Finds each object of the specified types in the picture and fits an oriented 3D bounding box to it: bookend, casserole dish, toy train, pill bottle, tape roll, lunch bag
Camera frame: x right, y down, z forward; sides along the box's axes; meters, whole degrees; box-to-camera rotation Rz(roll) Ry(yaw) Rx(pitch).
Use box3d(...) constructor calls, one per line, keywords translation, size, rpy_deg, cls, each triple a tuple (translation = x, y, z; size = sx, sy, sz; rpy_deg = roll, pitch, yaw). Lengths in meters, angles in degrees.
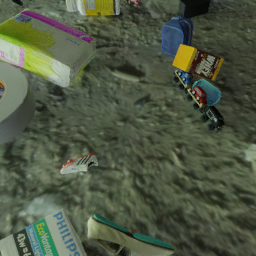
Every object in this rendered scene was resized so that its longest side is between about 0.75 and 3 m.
box3d(translation=(2.701, -5.504, 12.372), size=(1.286, 0.592, 1.278), rpy_deg=(-21, 56, -13), cls="bookend")
box3d(translation=(2.610, -1.185, 9.335), size=(1.010, 0.196, 0.612), rpy_deg=(39, 107, 11), cls="casserole dish")
box3d(translation=(2.247, -1.008, 9.101), size=(0.467, 0.627, 2.737), rpy_deg=(5, 45, -40), cls="toy train")
box3d(translation=(-1.461, -5.472, 11.947), size=(2.217, 1.234, 1.234), rpy_deg=(0, 55, -1), cls="pill bottle")
box3d(translation=(-4.462, -0.793, 8.808), size=(2.863, 0.946, 2.863), rpy_deg=(0, 55, 0), cls="tape roll")
box3d(translation=(1.867, -3.495, 10.474), size=(0.925, 1.362, 0.901), rpy_deg=(28, 57, 24), cls="lunch bag")

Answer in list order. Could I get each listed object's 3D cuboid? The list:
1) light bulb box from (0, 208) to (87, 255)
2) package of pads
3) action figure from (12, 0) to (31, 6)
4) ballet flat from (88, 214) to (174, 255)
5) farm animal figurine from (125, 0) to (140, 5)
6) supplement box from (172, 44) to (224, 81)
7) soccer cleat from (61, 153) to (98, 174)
box3d(translation=(-1.271, 3.037, 5.375), size=(1.311, 2.100, 2.082), rpy_deg=(-25, 58, -17), cls="light bulb box")
box3d(translation=(-2.866, -2.815, 9.655), size=(2.997, 1.022, 2.315), rpy_deg=(23, 45, 2), cls="package of pads")
box3d(translation=(-5.165, -6.749, 12.925), size=(1.384, 1.188, 2.328), rpy_deg=(-27, 60, -5), cls="action figure")
box3d(translation=(-0.009, 2.711, 6.573), size=(2.124, 0.738, 0.738), rpy_deg=(18, 57, 14), cls="ballet flat")
box3d(translation=(0.150, -5.115, 8.700), size=(1.971, 2.441, 1.227), rpy_deg=(-29, 82, -44), cls="farm animal figurine")
box3d(translation=(2.324, -2.214, 9.419), size=(1.147, 0.761, 1.131), rpy_deg=(14, 18, -19), cls="supplement box")
box3d(translation=(-1.349, 1.070, 7.853), size=(1.066, 0.366, 0.454), rpy_deg=(-22, 54, -21), cls="soccer cleat")
